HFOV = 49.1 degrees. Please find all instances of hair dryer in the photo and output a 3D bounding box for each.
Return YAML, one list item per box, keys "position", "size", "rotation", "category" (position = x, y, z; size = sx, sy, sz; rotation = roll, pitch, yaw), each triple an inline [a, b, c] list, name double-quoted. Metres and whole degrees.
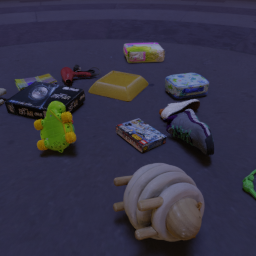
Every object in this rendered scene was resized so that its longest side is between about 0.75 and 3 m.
- position: [-2.315, -2.523, 12.773]
  size: [1.535, 0.547, 2.015]
  rotation: [11, 36, 23]
  category: "hair dryer"

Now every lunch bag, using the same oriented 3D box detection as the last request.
- position: [2.388, -1.725, 11.444]
  size: [1.605, 0.662, 1.290]
  rotation: [-10, 32, -16]
  category: "lunch bag"

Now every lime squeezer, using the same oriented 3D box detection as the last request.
- position: [3.112, 1.348, 6.920]
  size: [0.533, 0.285, 1.510]
  rotation: [9, 32, 14]
  category: "lime squeezer"

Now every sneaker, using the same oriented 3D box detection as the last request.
- position: [1.819, -0.745, 9.948]
  size: [1.610, 0.586, 0.682]
  rotation: [-20, 40, -26]
  category: "sneaker"
- position: [1.754, 0.201, 8.384]
  size: [1.052, 0.894, 2.403]
  rotation: [-13, 22, 0]
  category: "sneaker"

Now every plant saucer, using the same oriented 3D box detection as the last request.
- position: [-0.373, -1.901, 11.909]
  size: [1.987, 0.481, 1.987]
  rotation: [15, 34, 22]
  category: "plant saucer"

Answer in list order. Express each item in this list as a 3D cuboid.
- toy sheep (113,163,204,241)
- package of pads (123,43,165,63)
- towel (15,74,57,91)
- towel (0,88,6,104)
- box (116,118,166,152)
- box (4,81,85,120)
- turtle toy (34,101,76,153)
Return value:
- position: [0.601, 1.431, 5.654]
  size: [1.625, 1.625, 2.357]
  rotation: [-14, 23, -21]
  category: "toy sheep"
- position: [0.860, -4.113, 15.221]
  size: [2.042, 0.696, 1.577]
  rotation: [-4, 32, -7]
  category: "package of pads"
- position: [-4.092, -2.061, 12.432]
  size: [1.646, 0.187, 1.182]
  rotation: [-16, 36, -24]
  category: "towel"
- position: [-6.286, -0.863, 10.418]
  size: [2.591, 0.465, 2.691]
  rotation: [8, 35, 18]
  category: "towel"
- position: [0.381, 0.195, 8.721]
  size: [0.945, 0.275, 1.380]
  rotation: [-17, 36, -32]
  category: "box"
- position: [-3.012, -1.001, 10.359]
  size: [2.275, 0.495, 1.822]
  rotation: [12, 37, 20]
  category: "box"
- position: [-2.045, -0.051, 8.168]
  size: [1.152, 1.581, 0.799]
  rotation: [-14, -11, 10]
  category: "turtle toy"
